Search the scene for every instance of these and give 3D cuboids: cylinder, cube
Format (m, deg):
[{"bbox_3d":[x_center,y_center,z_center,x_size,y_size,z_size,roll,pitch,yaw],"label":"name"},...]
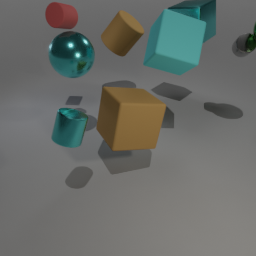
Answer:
[{"bbox_3d":[-1.321,-0.013,6.354,0.700,0.700,0.700,16,18,-5],"label":"cylinder"},{"bbox_3d":[2.559,-4.217,11.145,1.400,1.400,1.400,16,40,37],"label":"cube"},{"bbox_3d":[4.139,-2.944,9.984,0.700,0.700,0.700,5,3,8],"label":"cylinder"},{"bbox_3d":[-0.244,-4.134,12.306,1.400,1.400,1.400,31,34,-24],"label":"cylinder"},{"bbox_3d":[0.034,-0.295,8.098,1.400,1.400,1.400,-1,26,-27],"label":"cube"},{"bbox_3d":[1.443,-2.661,8.960,1.400,1.400,1.400,13,-5,-12],"label":"cube"},{"bbox_3d":[-1.964,-3.328,8.337,0.700,0.700,0.700,14,20,22],"label":"cylinder"}]

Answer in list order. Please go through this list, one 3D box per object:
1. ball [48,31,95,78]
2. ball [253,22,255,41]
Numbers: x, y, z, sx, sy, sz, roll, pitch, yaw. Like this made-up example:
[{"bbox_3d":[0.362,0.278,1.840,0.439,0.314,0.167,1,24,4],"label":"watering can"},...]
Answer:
[{"bbox_3d":[-1.720,-2.237,8.597,1.400,1.400,1.400,0,30,0],"label":"ball"},{"bbox_3d":[4.771,-3.178,8.959,1.400,1.400,1.400,0,30,0],"label":"ball"}]
